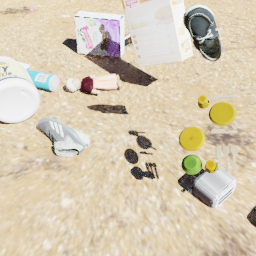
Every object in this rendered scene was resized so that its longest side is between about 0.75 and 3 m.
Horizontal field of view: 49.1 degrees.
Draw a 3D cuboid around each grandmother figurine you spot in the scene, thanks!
[{"bbox_3d":[-1.412,-1.804,11.280,2.141,0.648,1.298,-6,32,-11],"label":"grandmother figurine"}]

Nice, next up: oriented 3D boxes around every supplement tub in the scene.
[{"bbox_3d":[-4.247,-1.432,9.965,1.680,1.680,2.317,-19,44,-22],"label":"supplement tub"}]

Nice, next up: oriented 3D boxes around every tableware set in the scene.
[{"bbox_3d":[1.692,0.119,5.947,1.195,0.272,1.775,-2,69,21],"label":"tableware set"}]

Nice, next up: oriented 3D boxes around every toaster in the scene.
[{"bbox_3d":[2.213,1.503,7.217,1.180,0.671,0.762,-31,51,-23],"label":"toaster"}]

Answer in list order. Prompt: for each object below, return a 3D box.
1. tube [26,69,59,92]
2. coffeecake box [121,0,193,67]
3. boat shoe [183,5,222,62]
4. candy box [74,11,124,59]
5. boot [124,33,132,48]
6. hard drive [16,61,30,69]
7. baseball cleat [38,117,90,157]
[{"bbox_3d":[-4.125,-2.092,11.599,2.632,0.663,1.019,15,39,19],"label":"tube"},{"bbox_3d":[1.039,-3.567,9.876,1.918,2.499,0.913,3,28,41],"label":"coffeecake box"},{"bbox_3d":[1.568,-1.847,5.614,0.587,1.551,0.468,-23,66,29],"label":"boat shoe"},{"bbox_3d":[-1.342,-4.460,13.455,2.251,1.888,0.805,9,41,11],"label":"candy box"},{"bbox_3d":[-0.228,-4.851,14.956,1.778,0.644,1.283,-30,47,-27],"label":"boot"},{"bbox_3d":[-5.189,-2.571,12.530,0.879,0.169,1.332,18,43,20],"label":"hard drive"},{"bbox_3d":[-2.181,0.269,8.705,1.971,0.687,1.049,17,42,20],"label":"baseball cleat"}]
